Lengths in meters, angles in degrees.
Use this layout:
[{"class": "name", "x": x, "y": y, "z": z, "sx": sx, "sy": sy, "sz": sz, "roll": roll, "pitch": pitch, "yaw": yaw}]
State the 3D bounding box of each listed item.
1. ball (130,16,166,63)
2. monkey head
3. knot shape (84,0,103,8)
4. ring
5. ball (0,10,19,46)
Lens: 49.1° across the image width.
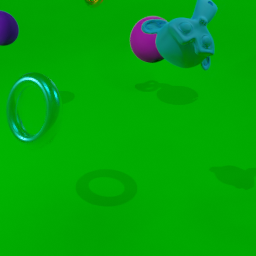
[{"class": "ball", "x": 0.756, "y": -2.741, "z": 8.737, "sx": 1.391, "sy": 1.391, "sz": 1.391, "roll": 0, "pitch": 37, "yaw": 0}, {"class": "monkey head", "x": 0.952, "y": -1.482, "z": 4.448, "sx": 1.376, "sy": 0.990, "sz": 0.829, "roll": 27, "pitch": -7, "yaw": -15}, {"class": "knot shape", "x": -0.821, "y": -4.266, "z": 8.177, "sx": 1.211, "sy": 1.294, "sz": 0.598, "roll": -11, "pitch": 20, "yaw": 5}, {"class": "ring", "x": -1.706, "y": -0.301, "z": 5.019, "sx": 1.385, "sy": 1.385, "sz": 0.277, "roll": 25, "pitch": 14, "yaw": 30}, {"class": "ball", "x": -3.747, "y": -2.936, "z": 8.259, "sx": 0.990, "sy": 0.990, "sz": 0.990, "roll": 0, "pitch": 37, "yaw": 0}]
